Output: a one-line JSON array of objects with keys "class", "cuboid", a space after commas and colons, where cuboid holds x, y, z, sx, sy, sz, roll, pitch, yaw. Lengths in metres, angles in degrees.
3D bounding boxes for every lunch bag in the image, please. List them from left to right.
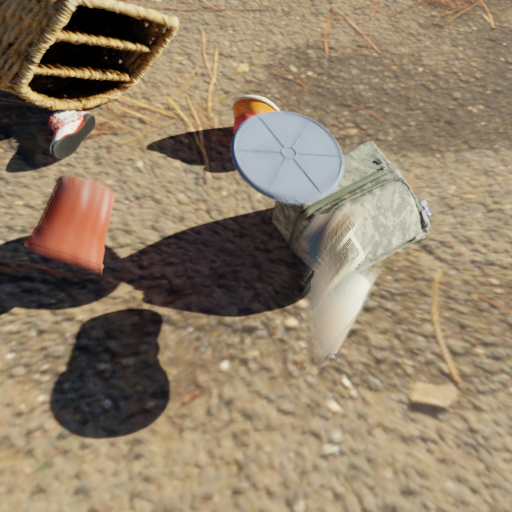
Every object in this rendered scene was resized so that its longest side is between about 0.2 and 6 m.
[{"class": "lunch bag", "cuboid": [1.877, -0.733, 10.922, 2.507, 1.747, 2.103, -27, 71, -20]}]

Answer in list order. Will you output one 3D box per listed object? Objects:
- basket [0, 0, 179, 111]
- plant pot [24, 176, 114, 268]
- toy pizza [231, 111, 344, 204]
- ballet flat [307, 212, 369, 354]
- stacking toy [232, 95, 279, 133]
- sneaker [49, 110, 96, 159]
[{"class": "basket", "cuboid": [-4.068, -4.621, 12.877, 2.851, 2.731, 3.827, 22, 20, 19]}, {"class": "plant pot", "cuboid": [-3.178, -0.613, 9.856, 1.362, 1.362, 1.325, 13, 81, 11]}, {"class": "toy pizza", "cuboid": [0.560, -1.766, 10.126, 2.090, 0.331, 2.090, 5, 60, -9]}, {"class": "ballet flat", "cuboid": [1.297, 0.282, 8.791, 0.851, 0.861, 2.530, -19, 53, 24]}, {"class": "stacking toy", "cuboid": [-0.176, -2.810, 13.159, 1.203, 1.203, 1.647, 14, 71, 11]}, {"class": "sneaker", "cuboid": [-4.647, -2.925, 13.379, 0.900, 0.561, 1.680, 15, 48, 13]}]
